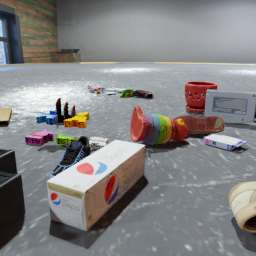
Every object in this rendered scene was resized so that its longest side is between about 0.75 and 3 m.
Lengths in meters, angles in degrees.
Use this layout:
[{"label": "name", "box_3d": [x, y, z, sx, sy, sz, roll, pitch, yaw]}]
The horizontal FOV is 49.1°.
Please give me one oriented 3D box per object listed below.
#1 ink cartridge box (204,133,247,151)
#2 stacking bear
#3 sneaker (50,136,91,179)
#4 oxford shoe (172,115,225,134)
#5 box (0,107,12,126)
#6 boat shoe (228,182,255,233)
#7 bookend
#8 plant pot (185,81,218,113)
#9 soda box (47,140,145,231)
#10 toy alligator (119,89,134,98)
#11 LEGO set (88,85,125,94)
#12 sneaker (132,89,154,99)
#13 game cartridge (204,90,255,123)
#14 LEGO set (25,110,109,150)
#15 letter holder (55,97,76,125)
[{"label": "ink cartridge box", "box_3d": [3.260, 0.476, 9.395, 0.718, 0.252, 1.203, -16, 21, -42]}, {"label": "stacking bear", "box_3d": [1.144, 0.025, 9.535, 1.943, 1.105, 1.180, 4, 36, -18]}, {"label": "sneaker", "box_3d": [-1.503, 0.807, 7.408, 0.684, 0.760, 1.950, 4, 17, 10]}, {"label": "oxford shoe", "box_3d": [2.590, -0.011, 10.580, 2.049, 0.722, 0.766, 4, -21, 29]}, {"label": "box", "box_3d": [-6.349, -0.475, 12.438, 2.143, 0.279, 2.621, -5, 17, -18]}, {"label": "boat shoe", "box_3d": [3.309, 1.502, 4.996, 2.788, 0.994, 0.900, -6, 23, 8]}, {"label": "bookend", "box_3d": [-2.962, 1.133, 5.771, 2.390, 1.101, 2.375, 6, 18, 19]}, {"label": "plant pot", "box_3d": [3.598, -1.537, 13.948, 1.567, 1.427, 1.567, -1, 17, 0]}, {"label": "soda box", "box_3d": [-0.544, 1.101, 6.290, 0.915, 0.855, 2.686, 8, 19, 26]}, {"label": "toy alligator", "box_3d": [0.178, -2.299, 18.055, 1.805, 0.490, 0.535, -14, 22, -38]}, {"label": "LEGO set", "box_3d": [-1.489, -2.704, 19.292, 1.868, 0.614, 2.500, 11, 20, 42]}, {"label": "sneaker", "box_3d": [0.957, -2.094, 17.391, 1.362, 0.515, 0.787, 0, 20, -4]}, {"label": "game cartridge", "box_3d": [4.343, -0.894, 11.961, 2.038, 1.357, 0.423, 9, 19, 26]}, {"label": "LEGO set", "box_3d": [-1.940, -0.028, 9.588, 2.922, 1.115, 1.199, 6, 18, 16]}, {"label": "letter holder", "box_3d": [-2.723, -0.804, 12.288, 0.706, 0.998, 1.404, -1, 17, -5]}]
